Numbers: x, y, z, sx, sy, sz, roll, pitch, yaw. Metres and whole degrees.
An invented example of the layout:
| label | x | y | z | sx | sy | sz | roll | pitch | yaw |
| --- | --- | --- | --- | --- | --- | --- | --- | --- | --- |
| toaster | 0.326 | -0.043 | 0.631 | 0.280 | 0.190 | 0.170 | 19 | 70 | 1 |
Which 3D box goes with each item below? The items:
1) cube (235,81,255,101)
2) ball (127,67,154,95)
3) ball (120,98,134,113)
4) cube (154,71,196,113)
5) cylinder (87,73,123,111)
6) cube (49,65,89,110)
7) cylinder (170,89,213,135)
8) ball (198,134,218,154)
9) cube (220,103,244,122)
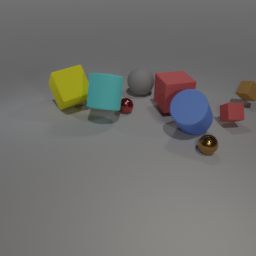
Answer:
| label | x | y | z | sx | sy | sz | roll | pitch | yaw |
| --- | --- | --- | --- | --- | --- | --- | --- | --- | --- |
| cube | 5.606 | -1.724 | 13.045 | 0.700 | 0.700 | 0.700 | 31 | -4 | -25 |
| ball | 0.664 | -2.412 | 14.450 | 1.400 | 1.400 | 1.400 | 0 | 29 | 0 |
| ball | -0.095 | -1.020 | 12.725 | 0.700 | 0.700 | 0.700 | 0 | 29 | 0 |
| cube | 2.068 | -1.652 | 12.644 | 1.400 | 1.400 | 1.400 | -8 | 32 | -13 |
| cylinder | -0.954 | -1.487 | 11.607 | 1.400 | 1.400 | 1.400 | 6 | 6 | -1 |
| cube | -2.639 | -1.825 | 12.749 | 1.400 | 1.400 | 1.400 | -23 | -2 | -23 |
| cylinder | 2.435 | -0.572 | 10.656 | 1.400 | 1.400 | 1.400 | 17 | -10 | 27 |
| ball | 2.810 | 0.574 | 9.834 | 0.700 | 0.700 | 0.700 | 0 | 29 | 0 |
| cube | 4.266 | -0.635 | 11.515 | 0.700 | 0.700 | 0.700 | 0 | -5 | -11 |
